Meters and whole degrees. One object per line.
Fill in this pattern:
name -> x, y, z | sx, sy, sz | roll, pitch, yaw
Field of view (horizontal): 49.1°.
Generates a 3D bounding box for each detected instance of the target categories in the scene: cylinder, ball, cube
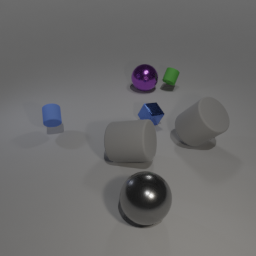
cylinder -> 2.667, -0.207, 10.172 | 1.400, 1.400, 1.400 | 13, 60, -24
ball -> 0.475, 1.865, 7.501 | 1.400, 1.400, 1.400 | 0, 33, 0
ball -> 0.868, -2.609, 14.540 | 1.400, 1.400, 1.400 | 0, 33, 0
cylinder -> 0.113, 0.444, 9.493 | 1.400, 1.400, 1.400 | -3, 30, 23
cube -> 0.956, -0.566, 11.689 | 0.700, 0.700, 0.700 | -9, 55, -35
cylinder -> -2.968, -0.486, 10.916 | 0.700, 0.700, 0.700 | -7, 66, -11
cylinder -> 2.222, -2.670, 14.495 | 0.700, 0.700, 0.700 | 22, -4, 2
